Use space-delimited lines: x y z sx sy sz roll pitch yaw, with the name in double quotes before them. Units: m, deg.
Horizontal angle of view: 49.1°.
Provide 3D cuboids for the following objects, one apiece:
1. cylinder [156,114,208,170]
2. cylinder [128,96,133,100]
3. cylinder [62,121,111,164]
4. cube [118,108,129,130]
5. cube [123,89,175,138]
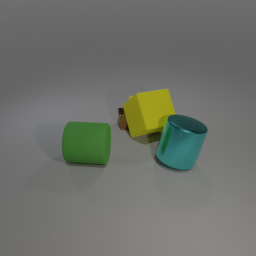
"cylinder" 1.792 0.447 9.423 1.400 1.400 1.400 12 23 -5
"cylinder" 0.345 -0.998 12.356 0.700 0.700 0.700 15 32 5
"cylinder" -1.370 0.503 9.581 1.400 1.400 1.400 3 30 5
"cube" -0.036 -0.424 11.854 0.700 0.700 0.700 -6 31 -4
"cube" 0.827 -0.552 10.809 1.400 1.400 1.400 -12 -8 -26
